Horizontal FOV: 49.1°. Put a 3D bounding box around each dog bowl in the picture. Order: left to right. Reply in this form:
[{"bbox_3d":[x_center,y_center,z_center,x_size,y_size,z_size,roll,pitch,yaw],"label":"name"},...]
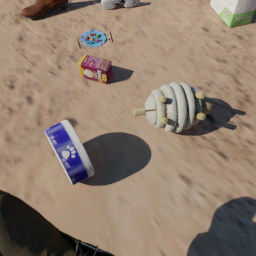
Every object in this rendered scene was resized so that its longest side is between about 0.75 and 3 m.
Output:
[{"bbox_3d":[-1.311,0.546,6.271,0.550,1.396,1.396,-27,58,-16],"label":"dog bowl"}]

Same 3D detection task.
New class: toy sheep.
[{"bbox_3d":[1.143,-0.514,7.080,2.048,1.412,1.412,-2,54,-8],"label":"toy sheep"}]

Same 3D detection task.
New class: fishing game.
[{"bbox_3d":[-1.202,-3.156,9.734,1.254,0.195,0.898,-12,57,-9],"label":"fishing game"}]

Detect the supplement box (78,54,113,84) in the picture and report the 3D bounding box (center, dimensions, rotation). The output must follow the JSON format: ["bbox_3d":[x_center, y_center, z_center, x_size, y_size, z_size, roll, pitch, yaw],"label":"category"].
[{"bbox_3d":[-0.966,-1.768,8.465,0.912,0.597,0.471,16,57,12],"label":"supplement box"}]

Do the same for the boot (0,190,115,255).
[{"bbox_3d":[-0.677,1.357,3.119,1.001,2.066,0.772,-10,38,18],"label":"boot"}]

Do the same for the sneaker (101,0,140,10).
[{"bbox_3d":[-0.318,-5.144,10.929,1.541,0.579,0.886,-10,57,-3],"label":"sneaker"}]

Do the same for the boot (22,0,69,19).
[{"bbox_3d":[-3.093,-5.027,9.961,1.891,2.009,0.688,-20,56,-14],"label":"boot"}]

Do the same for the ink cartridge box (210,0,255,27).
[{"bbox_3d":[3.869,-5.185,9.562,0.950,2.823,1.653,-14,56,-9],"label":"ink cartridge box"}]
